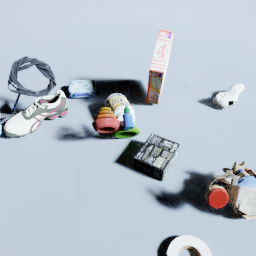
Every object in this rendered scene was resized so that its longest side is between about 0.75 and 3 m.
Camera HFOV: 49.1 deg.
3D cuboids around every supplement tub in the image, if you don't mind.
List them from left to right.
[{"bbox_3d":[-0.322,-0.710,11.623,0.978,0.978,1.355,-15,45,-16],"label":"supplement tub"}]

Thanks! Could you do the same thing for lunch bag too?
[{"bbox_3d":[-2.155,-1.810,13.128,1.243,0.513,0.999,-3,42,-4],"label":"lunch bag"}]

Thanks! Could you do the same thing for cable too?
[{"bbox_3d":[-3.556,-1.897,10.594,1.797,1.466,0.456,8,15,-37],"label":"cable"}]

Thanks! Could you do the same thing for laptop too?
[{"bbox_3d":[-5.068,-0.926,11.625,1.369,0.794,1.282,-17,17,-19],"label":"laptop"}]

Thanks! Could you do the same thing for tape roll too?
[{"bbox_3d":[1.668,3.547,7.621,1.236,0.226,1.236,-1,43,1],"label":"tape roll"}]

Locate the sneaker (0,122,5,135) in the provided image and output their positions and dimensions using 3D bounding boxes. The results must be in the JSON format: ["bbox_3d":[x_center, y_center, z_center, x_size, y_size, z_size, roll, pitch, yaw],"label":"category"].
[{"bbox_3d":[-5.497,-0.060,11.378,1.442,0.565,0.649,28,29,26],"label":"sneaker"}]

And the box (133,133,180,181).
[{"bbox_3d":[1.032,1.011,10.034,1.180,0.621,1.441,21,47,21],"label":"box"}]

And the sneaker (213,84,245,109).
[{"bbox_3d":[4.696,-1.410,12.690,1.824,0.685,0.739,-29,62,-23],"label":"sneaker"}]

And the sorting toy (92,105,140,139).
[{"bbox_3d":[-0.356,-0.267,10.317,1.265,2.106,0.864,-19,67,34],"label":"sorting toy"}]

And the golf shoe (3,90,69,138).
[{"bbox_3d":[-3.762,-0.666,11.328,2.798,1.232,1.080,-32,64,-27],"label":"golf shoe"}]

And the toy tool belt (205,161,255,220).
[{"bbox_3d":[3.503,1.885,8.693,2.648,1.654,1.628,1,12,-4],"label":"toy tool belt"}]

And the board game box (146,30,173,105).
[{"bbox_3d":[1.305,-2.440,11.707,0.595,2.571,1.947,13,68,6],"label":"board game box"}]
